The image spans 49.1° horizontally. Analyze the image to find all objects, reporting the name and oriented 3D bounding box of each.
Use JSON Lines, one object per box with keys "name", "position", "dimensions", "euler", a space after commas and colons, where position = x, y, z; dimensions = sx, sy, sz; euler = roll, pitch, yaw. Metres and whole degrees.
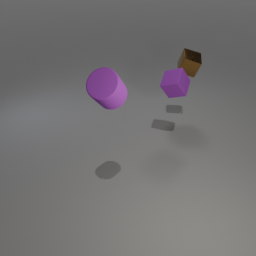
{"name": "cube", "position": [2.335, -2.480, 10.681], "dimensions": [0.700, 0.700, 0.700], "euler": [15, 49, -6]}
{"name": "cube", "position": [1.634, -1.541, 9.652], "dimensions": [0.700, 0.700, 0.700], "euler": [-3, 56, 39]}
{"name": "cylinder", "position": [-0.431, -0.811, 5.876], "dimensions": [0.700, 0.700, 0.700], "euler": [10, -10, 17]}
